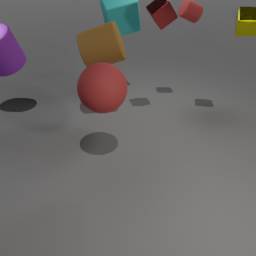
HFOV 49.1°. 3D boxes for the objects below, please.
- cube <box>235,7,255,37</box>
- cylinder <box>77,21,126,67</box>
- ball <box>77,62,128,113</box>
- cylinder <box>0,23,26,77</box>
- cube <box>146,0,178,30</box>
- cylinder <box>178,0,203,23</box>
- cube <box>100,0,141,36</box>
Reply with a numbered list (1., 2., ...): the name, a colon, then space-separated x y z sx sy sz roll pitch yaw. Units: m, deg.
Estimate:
1. cube: 4.122 -3.666 9.665 0.700 0.700 0.700 7 63 13
2. cylinder: -0.939 -2.967 10.194 1.400 1.400 1.400 -15 28 11
3. ball: -0.713 -1.107 7.789 1.400 1.400 1.400 0 29 0
4. cylinder: -4.765 -2.897 10.458 1.400 1.400 1.400 -6 53 8
5. cube: 1.139 -3.911 9.463 0.700 0.700 0.700 -34 43 15
6. cylinder: 2.439 -4.568 10.929 0.700 0.700 0.700 16 23 -23
7. cube: -0.340 -5.061 12.304 1.400 1.400 1.400 -17 52 -4
